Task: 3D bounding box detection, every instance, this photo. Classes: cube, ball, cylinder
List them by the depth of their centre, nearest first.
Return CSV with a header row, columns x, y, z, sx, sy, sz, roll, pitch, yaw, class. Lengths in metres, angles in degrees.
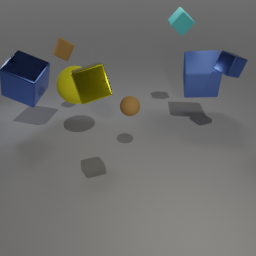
x,y,z,sx,sy,sz,roll,pitch,yaw,class
-0.817,-1.011,6.227,0.700,0.700,0.700,-19,19,-5,cube
0.072,-0.755,9.663,0.700,0.700,0.700,0,30,0,ball
3.655,-2.276,10.004,0.700,0.700,0.700,0,32,-35,cube
-1.941,-1.596,10.419,1.400,1.400,1.400,0,30,0,ball
-4.089,-1.957,11.206,1.400,1.400,1.400,22,49,-3,cube
2.157,-4.325,11.372,0.700,0.700,0.700,33,28,-26,cube
-2.628,-3.210,11.408,0.700,0.700,0.700,26,14,-7,cylinder
3.068,-2.250,11.766,1.400,1.400,1.400,0,54,8,cube
